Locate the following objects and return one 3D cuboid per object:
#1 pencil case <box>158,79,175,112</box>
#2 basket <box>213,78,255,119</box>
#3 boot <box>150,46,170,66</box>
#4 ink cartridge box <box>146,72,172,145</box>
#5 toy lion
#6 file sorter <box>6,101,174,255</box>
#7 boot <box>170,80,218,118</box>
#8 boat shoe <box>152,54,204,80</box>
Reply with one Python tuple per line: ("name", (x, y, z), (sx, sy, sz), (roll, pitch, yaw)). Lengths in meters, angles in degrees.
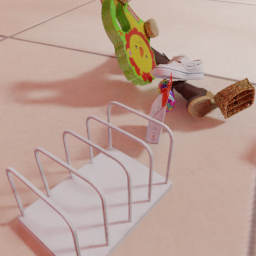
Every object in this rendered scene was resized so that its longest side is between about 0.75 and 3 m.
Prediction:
("pencil case", (1.196, -1.034, 8.698), (0.560, 0.560, 1.266), (3, 41, 4))
("basket", (2.938, -0.808, 7.534), (0.977, 0.697, 0.727), (-25, 79, -9))
("boot", (0.803, -2.887, 11.041), (1.939, 0.843, 2.331), (26, 27, 4))
("ink cartridge box", (0.767, -0.556, 6.996), (0.449, 1.573, 1.278), (7, 23, 5))
("toy lion", (0.101, -2.699, 8.687), (0.907, 2.642, 2.532), (-12, 58, 33))
("file sorter", (-0.598, 0.936, 5.306), (1.851, 1.661, 2.668), (27, 46, 31))
("boot", (1.767, -0.938, 8.255), (1.504, 0.654, 1.808), (35, 28, 31))
("boat shoe", (1.564, -1.883, 8.626), (0.857, 0.762, 2.330), (9, 12, 39))
